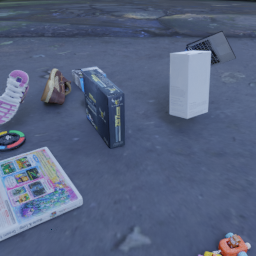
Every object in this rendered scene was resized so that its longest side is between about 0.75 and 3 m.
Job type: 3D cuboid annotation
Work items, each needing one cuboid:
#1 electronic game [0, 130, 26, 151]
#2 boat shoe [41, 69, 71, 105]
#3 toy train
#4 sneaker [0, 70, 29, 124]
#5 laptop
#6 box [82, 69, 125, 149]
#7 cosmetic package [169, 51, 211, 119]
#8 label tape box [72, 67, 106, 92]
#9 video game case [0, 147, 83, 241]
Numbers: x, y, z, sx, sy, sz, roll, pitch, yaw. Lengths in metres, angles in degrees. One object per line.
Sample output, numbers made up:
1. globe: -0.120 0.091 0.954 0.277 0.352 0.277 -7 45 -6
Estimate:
1. electronic game: -3.867 0.391 8.976 1.132 0.235 1.132 0 30 0
2. boat shoe: -2.963 -1.718 11.972 1.047 1.050 2.910 20 19 -17
3. toy train: 1.980 2.580 5.104 1.216 0.450 1.619 -5 31 -8
4. sneaker: -3.915 -0.969 9.543 0.776 1.930 0.853 24 -12 -4
5. laptop: 2.866 -2.260 10.428 2.036 1.907 1.180 -16 65 29
6. box: -0.831 -0.703 9.232 0.601 1.857 2.355 -14 34 -23
7. cosmetic package: 2.006 -1.439 9.102 1.153 2.044 0.829 -15 21 -37
8. label tape box: -1.725 -2.277 13.105 1.289 0.595 1.800 -15 32 -23
9. video game case: -2.740 1.521 7.028 2.354 0.306 2.586 -18 34 -28
